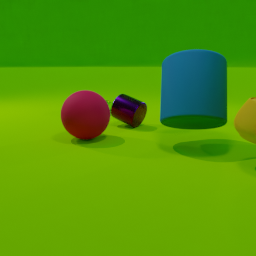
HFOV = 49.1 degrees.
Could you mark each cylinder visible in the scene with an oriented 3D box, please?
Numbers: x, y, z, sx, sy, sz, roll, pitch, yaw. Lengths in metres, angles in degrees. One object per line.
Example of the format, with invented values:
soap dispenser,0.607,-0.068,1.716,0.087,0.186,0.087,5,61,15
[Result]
cylinder,0.032,-0.491,7.859,0.750,0.750,0.750,26,25,27
cylinder,1.380,-0.742,5.924,1.357,1.357,1.357,3,-10,1

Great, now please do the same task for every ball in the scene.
ball,-0.989,-0.308,6.556,1.150,1.150,1.150,0,13,0

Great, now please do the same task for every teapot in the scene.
teapot,2.369,-0.185,4.662,1.060,0.835,1.706,18,21,27

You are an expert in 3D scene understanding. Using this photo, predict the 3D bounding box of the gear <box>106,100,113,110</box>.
gear,-1.041,-0.954,10.133,1.414,0.262,1.414,19,4,-1
